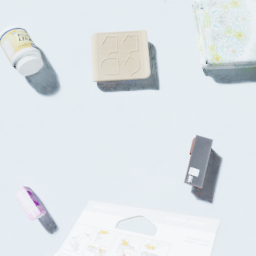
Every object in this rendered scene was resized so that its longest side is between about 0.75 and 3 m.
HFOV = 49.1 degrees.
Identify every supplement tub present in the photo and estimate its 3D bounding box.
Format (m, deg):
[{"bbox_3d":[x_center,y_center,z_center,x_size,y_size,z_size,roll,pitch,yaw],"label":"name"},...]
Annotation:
[{"bbox_3d":[-3.080,-2.218,8.105,0.881,0.881,1.220,-32,79,-7],"label":"supplement tub"}]

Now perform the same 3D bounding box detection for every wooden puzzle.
[{"bbox_3d":[-0.235,-2.123,8.367,1.708,0.395,1.582,-5,76,4],"label":"wooden puzzle"}]

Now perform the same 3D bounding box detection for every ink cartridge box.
[{"bbox_3d":[-0.138,2.440,4.398,2.844,0.636,2.506,-3,35,37],"label":"ink cartridge box"}]

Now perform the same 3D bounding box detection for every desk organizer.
[{"bbox_3d":[1.855,0.913,7.529,0.478,0.513,1.333,16,77,4],"label":"desk organizer"}]

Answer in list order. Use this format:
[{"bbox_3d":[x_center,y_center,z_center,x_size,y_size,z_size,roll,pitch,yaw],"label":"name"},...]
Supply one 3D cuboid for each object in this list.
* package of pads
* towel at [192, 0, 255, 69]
[{"bbox_3d":[-2.539,1.951,7.264,0.338,0.537,0.892,-36,79,-9],"label":"package of pads"},{"bbox_3d":[3.376,-2.915,8.432,2.688,0.647,2.301,-4,79,-1],"label":"towel"}]
